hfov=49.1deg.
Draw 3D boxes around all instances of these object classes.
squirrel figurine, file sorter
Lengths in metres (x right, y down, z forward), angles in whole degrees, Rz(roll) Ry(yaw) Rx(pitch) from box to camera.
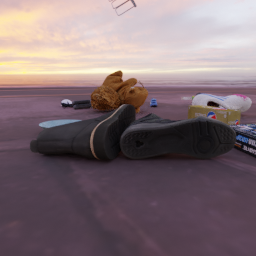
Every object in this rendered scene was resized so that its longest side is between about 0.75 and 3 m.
[{"bbox_3d":[-0.402,-1.410,13.076,2.611,1.848,2.437,-22,31,-28],"label":"squirrel figurine"},{"bbox_3d":[-0.295,-3.733,7.751,0.611,0.981,0.681,-29,40,11],"label":"file sorter"}]

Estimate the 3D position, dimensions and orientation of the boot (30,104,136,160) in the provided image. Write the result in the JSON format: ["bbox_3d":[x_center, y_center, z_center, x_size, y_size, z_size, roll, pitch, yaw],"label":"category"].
[{"bbox_3d":[-0.868,0.010,6.617,1.771,0.992,2.560,-2,9,18],"label":"boot"}]

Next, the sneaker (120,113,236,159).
[{"bbox_3d":[1.027,0.102,6.039,2.328,0.890,1.334,-5,16,4],"label":"sneaker"}]

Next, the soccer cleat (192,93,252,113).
[{"bbox_3d":[3.970,-0.808,11.478,2.749,0.960,1.187,1,34,-14],"label":"soccer cleat"}]

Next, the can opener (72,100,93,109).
[{"bbox_3d":[-2.176,-1.183,14.630,1.725,0.460,0.577,-10,-18,-40],"label":"can opener"}]

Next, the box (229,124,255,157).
[{"bbox_3d":[3.205,0.260,6.436,1.492,0.432,1.877,-2,11,-11],"label":"box"}]

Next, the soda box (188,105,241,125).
[{"bbox_3d":[2.867,-0.402,9.549,0.633,0.599,1.870,-4,11,-28],"label":"soda box"}]

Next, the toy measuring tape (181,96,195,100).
[{"bbox_3d":[4.165,-1.851,17.564,1.543,0.568,0.568,0,11,-3],"label":"toy measuring tape"}]

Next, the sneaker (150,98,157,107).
[{"bbox_3d":[1.402,-1.403,15.431,0.383,0.426,1.036,2,12,-3],"label":"sneaker"}]

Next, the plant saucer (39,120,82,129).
[{"bbox_3d":[-1.874,-0.007,8.317,1.464,0.282,1.464,0,11,0],"label":"plant saucer"}]

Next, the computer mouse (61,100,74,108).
[{"bbox_3d":[-3.324,-1.346,15.289,0.895,0.358,1.632,-6,12,-25],"label":"computer mouse"}]
